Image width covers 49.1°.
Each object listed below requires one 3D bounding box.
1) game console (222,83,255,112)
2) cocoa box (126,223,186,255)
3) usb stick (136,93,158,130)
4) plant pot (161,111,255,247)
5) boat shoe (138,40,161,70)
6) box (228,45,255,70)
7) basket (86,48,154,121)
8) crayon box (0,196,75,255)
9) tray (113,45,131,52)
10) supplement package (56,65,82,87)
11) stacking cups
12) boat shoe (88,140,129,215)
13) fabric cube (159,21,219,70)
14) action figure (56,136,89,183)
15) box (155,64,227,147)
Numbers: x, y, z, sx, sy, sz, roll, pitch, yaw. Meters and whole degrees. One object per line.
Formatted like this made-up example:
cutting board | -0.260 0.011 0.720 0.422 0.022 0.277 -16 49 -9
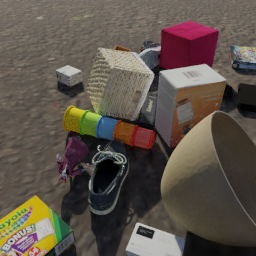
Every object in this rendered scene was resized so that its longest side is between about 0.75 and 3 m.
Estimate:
game console | 3.625 -1.232 10.098 2.553 0.308 1.506 11 39 14
cocoa box | 0.502 2.330 5.207 0.960 0.630 0.640 14 40 17
usb stick | 0.674 -0.580 9.236 0.546 0.321 1.970 6 38 9
plant pot | 1.665 1.167 5.580 1.705 2.540 2.540 -33 23 33
boat shoe | 0.822 -3.218 12.288 1.135 0.885 2.500 24 37 29
box | 5.243 -3.181 12.590 1.230 0.339 1.800 7 38 9
basket | -0.344 -1.444 8.917 1.413 1.741 1.757 7 33 -27
crayon box | -2.048 2.233 5.480 1.311 0.443 1.520 29 46 32
tray | -0.446 -3.254 12.662 0.739 0.277 1.498 20 40 8
supplement package | -2.321 -2.062 11.043 0.821 0.455 0.640 26 44 31
stacking cups | -0.570 0.076 8.114 2.651 0.802 0.802 17 41 16
boat shoe | -0.477 0.985 6.881 0.862 0.712 2.301 9 38 11
fabric cube | 2.489 -3.304 11.705 1.675 1.648 1.680 -27 46 -29
action figure | -1.483 0.825 6.925 0.837 0.931 1.250 38 50 -21
box | 1.691 -0.626 7.951 1.486 1.952 1.038 -13 39 -16
